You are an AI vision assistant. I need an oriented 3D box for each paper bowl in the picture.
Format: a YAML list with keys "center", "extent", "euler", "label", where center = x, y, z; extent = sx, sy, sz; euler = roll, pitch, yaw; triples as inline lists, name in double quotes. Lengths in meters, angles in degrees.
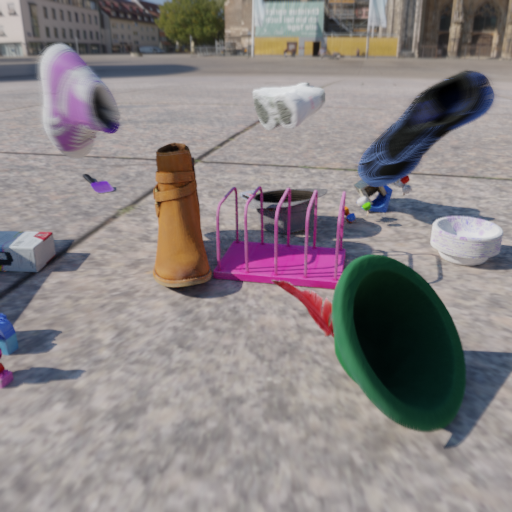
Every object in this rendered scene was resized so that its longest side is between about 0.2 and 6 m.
- center: [4.073, -0.262, 10.915]
  extent: [1.293, 0.672, 1.293]
  euler: [1, 23, 0]
  label: "paper bowl"

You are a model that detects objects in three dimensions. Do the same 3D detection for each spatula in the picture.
- center: [-4.594, -2.085, 15.900]
  extent: [0.514, 0.187, 1.817]
  euler: [-16, 27, -30]
  label: "spatula"

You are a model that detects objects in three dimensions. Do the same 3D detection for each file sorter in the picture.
- center: [0.495, -0.439, 10.359]
  extent: [2.285, 1.433, 1.588]
  euler: [5, 24, 11]
  label: "file sorter"

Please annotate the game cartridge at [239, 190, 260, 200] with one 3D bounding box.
- center: [0.005, -1.551, 14.690]
  extent: [0.554, 0.170, 0.832]
  euler: [-10, 25, -33]
  label: "game cartridge"

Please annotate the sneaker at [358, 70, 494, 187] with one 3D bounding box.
- center: [1.976, -1.586, 6.982]
  extent: [0.754, 1.937, 0.679]
  euler: [3, 54, -54]
  label: "sneaker"

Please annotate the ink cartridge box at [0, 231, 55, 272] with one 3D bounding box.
- center: [-4.638, -0.100, 10.735]
  extent: [1.235, 0.512, 0.900]
  euler: [2, 23, 4]
  label: "ink cartridge box"

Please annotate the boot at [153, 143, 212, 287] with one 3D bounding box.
- center: [-1.376, -0.812, 10.252]
  extent: [1.084, 2.194, 2.826]
  euler: [-1, 23, -3]
  label: "boot"

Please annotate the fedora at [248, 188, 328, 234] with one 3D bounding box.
- center: [0.716, -0.978, 12.448]
  extent: [1.791, 0.808, 1.584]
  euler: [1, 19, 22]
  label: "fedora"

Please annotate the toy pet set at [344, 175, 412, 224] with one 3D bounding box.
- center: [2.845, -1.238, 13.299]
  extent: [1.667, 0.885, 1.556]
  euler: [-34, 23, 5]
  label: "toy pet set"

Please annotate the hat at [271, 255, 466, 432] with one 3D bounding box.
- center: [1.204, 1.334, 7.461]
  extent: [2.120, 2.253, 2.559]
  euler: [41, 45, -11]
  label: "hat"

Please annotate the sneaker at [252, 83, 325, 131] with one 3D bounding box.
- center: [0.760, -3.374, 12.456]
  extent: [1.186, 0.930, 2.386]
  euler: [-26, 28, -16]
  label: "sneaker"

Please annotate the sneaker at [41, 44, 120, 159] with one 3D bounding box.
- center: [-3.110, -2.374, 10.162]
  extent: [1.441, 2.528, 0.916]
  euler: [41, 64, 13]
  label: "sneaker"

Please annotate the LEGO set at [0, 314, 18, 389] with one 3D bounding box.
- center: [-4.307, 0.880, 7.692]
  extent: [2.581, 1.059, 0.985]
  euler: [7, 23, 16]
  label: "LEGO set"
